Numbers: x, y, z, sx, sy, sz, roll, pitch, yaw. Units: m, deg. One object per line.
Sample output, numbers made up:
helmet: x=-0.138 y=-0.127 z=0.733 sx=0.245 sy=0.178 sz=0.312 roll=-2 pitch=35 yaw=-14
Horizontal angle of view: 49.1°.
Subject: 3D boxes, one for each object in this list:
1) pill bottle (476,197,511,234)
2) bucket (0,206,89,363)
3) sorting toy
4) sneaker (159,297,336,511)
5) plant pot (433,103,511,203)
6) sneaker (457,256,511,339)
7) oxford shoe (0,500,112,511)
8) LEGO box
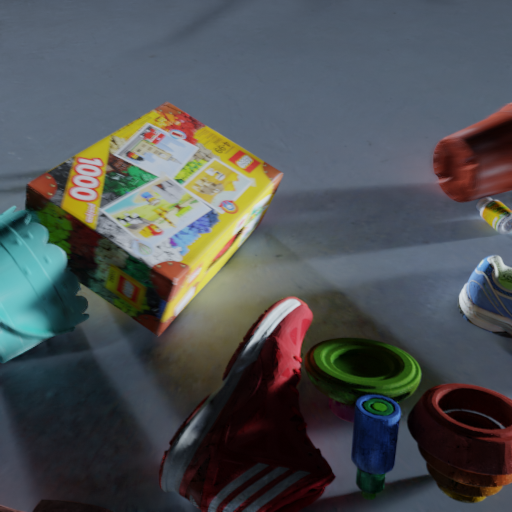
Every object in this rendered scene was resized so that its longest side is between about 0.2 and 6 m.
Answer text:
pill bottle: x=4.809 y=-0.838 z=11.237 sx=0.462 sy=0.462 sz=0.832 roll=-10 pitch=38 yaw=-13
bucket: x=-3.641 y=0.462 z=8.303 sx=2.113 sy=2.113 sz=1.375 roll=30 pitch=52 yaw=34
sorting toy: x=1.795 y=2.144 z=6.941 sx=1.795 sy=1.226 sz=2.987 roll=-15 pitch=25 yaw=-43
sneaker: x=0.367 y=2.019 z=7.124 sx=1.811 sy=1.228 sz=3.135 roll=26 pitch=56 yaw=18
plant pot: x=4.921 y=-2.062 z=11.819 sx=1.865 sy=1.918 sz=1.918 roll=-20 pitch=41 yaw=-14
sneaker: x=4.552 y=0.876 z=8.458 sx=2.820 sy=1.086 sz=1.068 roll=19 pitch=39 yaw=21
oxford shoe: x=-2.877 y=3.099 z=5.567 sx=2.970 sy=1.051 sz=1.096 roll=-1 pitch=39 yaw=0
LEGO box: x=-1.643 y=-0.843 z=9.748 sx=2.751 sy=1.426 sz=3.694 roll=32 pitch=44 yaw=7
